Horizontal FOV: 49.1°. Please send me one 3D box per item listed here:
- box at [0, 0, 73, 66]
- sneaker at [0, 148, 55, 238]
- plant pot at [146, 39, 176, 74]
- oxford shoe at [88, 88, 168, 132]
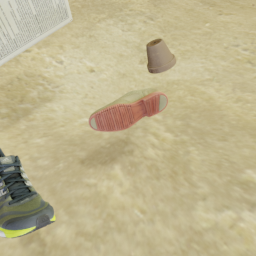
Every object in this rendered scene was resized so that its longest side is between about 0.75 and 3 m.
[{"bbox_3d":[-2.947,-2.747,6.218,1.552,1.821,2.848,36,64,27],"label":"box"},{"bbox_3d":[-1.063,0.527,2.479,0.461,0.505,1.247,-14,22,-43],"label":"sneaker"},{"bbox_3d":[0.799,-1.939,7.421,0.813,0.709,0.813,-19,33,13],"label":"plant pot"},{"bbox_3d":[-0.041,-0.407,5.920,1.720,0.609,0.635,-18,35,-14],"label":"oxford shoe"}]
